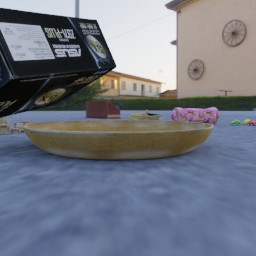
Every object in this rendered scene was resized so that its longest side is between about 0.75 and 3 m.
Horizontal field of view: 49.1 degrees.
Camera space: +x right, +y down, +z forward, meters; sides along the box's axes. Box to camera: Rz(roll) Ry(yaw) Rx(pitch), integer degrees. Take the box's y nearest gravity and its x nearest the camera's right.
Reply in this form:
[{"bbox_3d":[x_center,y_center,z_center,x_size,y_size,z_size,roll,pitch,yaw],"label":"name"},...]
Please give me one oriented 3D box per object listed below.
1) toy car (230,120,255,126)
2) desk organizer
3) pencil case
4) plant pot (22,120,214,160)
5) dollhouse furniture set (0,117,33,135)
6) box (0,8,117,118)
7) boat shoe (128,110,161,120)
[{"bbox_3d":[3.974,-0.191,9.719,0.810,0.192,0.861,1,4,8],"label":"toy car"},{"bbox_3d":[-1.462,-1.058,15.964,0.918,0.985,2.559,-3,5,-36],"label":"desk organizer"},{"bbox_3d":[2.273,-0.400,9.528,1.575,0.652,0.681,-2,-30,-16],"label":"pencil case"},{"bbox_3d":[-0.139,0.114,4.396,2.853,0.392,2.853,0,4,0],"label":"plant pot"},{"bbox_3d":[-2.652,-0.221,7.100,1.320,0.645,1.126,-3,6,-33],"label":"dollhouse furniture set"},{"bbox_3d":[-1.537,-0.914,4.394,1.758,0.924,2.147,-23,1,34],"label":"box"},{"bbox_3d":[0.603,-0.448,9.840,1.151,0.438,0.412,7,30,-10],"label":"boat shoe"}]
